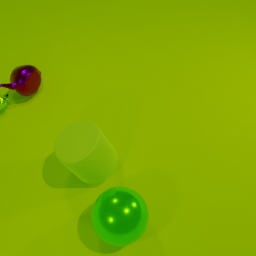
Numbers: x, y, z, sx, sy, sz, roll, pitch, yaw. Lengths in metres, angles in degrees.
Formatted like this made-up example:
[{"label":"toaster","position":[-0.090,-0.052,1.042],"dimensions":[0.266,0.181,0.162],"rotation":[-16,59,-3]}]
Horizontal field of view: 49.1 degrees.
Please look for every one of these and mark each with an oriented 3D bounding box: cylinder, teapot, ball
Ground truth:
[{"label":"cylinder","position":[-1.053,0.635,7.251],"dimensions":[1.246,1.246,1.246],"rotation":[-12,52,16]},{"label":"teapot","position":[-3.380,-1.550,9.001],"dimensions":[0.809,1.027,1.652],"rotation":[22,37,17]},{"label":"ball","position":[-0.185,2.018,6.443],"dimensions":[1.321,1.321,1.321],"rotation":[0,56,0]}]

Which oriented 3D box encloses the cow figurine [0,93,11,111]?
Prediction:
[{"label":"cow figurine","position":[-4.404,-1.044,8.621],"dimensions":[1.280,1.301,0.714],"rotation":[-6,39,15]}]
